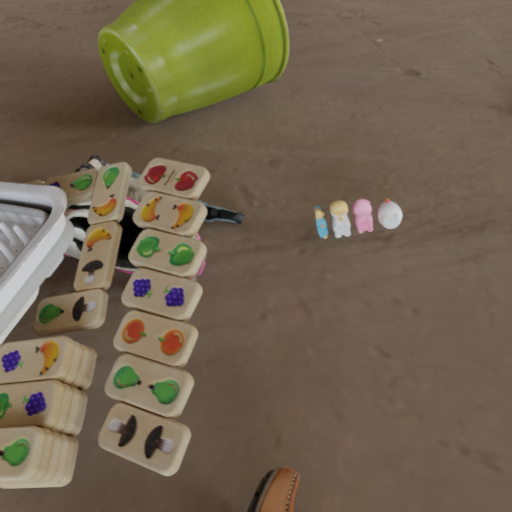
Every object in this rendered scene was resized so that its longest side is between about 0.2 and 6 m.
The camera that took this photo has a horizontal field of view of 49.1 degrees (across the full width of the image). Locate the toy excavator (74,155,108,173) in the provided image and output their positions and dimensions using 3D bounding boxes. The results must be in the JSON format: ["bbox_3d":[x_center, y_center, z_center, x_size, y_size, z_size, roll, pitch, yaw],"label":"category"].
[{"bbox_3d":[-2.609,-1.257,9.949,1.102,1.133,0.566,-34,21,21],"label":"toy excavator"}]

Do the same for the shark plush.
[{"bbox_3d":[-1.393,-1.005,9.321,2.377,1.080,0.990,2,25,4],"label":"shark plush"}]

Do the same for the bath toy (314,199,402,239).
[{"bbox_3d":[1.613,-0.664,8.883,1.341,0.583,0.496,-7,43,4],"label":"bath toy"}]

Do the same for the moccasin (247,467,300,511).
[{"bbox_3d":[0.218,2.878,4.550,0.896,0.849,2.321,6,38,3],"label":"moccasin"}]

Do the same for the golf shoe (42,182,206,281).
[{"bbox_3d":[-2.398,-0.526,8.026,3.363,1.548,1.221,15,81,21],"label":"golf shoe"}]

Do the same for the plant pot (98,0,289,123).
[{"bbox_3d":[-1.576,-4.621,12.349,3.197,3.320,3.320,-38,51,-21],"label":"plant pot"}]

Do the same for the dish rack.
[{"bbox_3d":[-3.978,0.420,6.688,3.649,0.795,3.132,8,53,33],"label":"dish rack"}]

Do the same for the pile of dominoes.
[{"bbox_3d":[-2.066,0.398,6.147,3.073,0.628,3.943,-10,58,20],"label":"pile of dominoes"}]
